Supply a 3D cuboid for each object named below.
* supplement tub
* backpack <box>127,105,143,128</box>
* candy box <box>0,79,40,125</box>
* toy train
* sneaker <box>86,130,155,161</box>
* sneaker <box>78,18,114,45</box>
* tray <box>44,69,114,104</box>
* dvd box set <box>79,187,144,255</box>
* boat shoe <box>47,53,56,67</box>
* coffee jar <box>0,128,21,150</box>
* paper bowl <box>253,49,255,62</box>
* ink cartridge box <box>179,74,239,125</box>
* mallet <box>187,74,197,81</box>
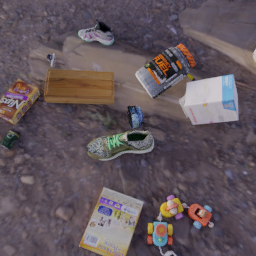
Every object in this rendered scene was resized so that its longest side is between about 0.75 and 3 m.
[{"bbox_3d":[1.500,-2.283,11.187,2.161,1.324,1.324,-36,67,7],"label":"supplement tub"},{"bbox_3d":[0.302,-0.427,10.947,0.571,0.711,0.777,-9,68,-4],"label":"backpack"},{"bbox_3d":[-4.514,-1.079,11.401,1.001,0.484,1.715,26,68,11],"label":"candy box"},{"bbox_3d":[1.698,3.168,9.178,1.739,0.644,2.315,39,69,18],"label":"toy train"},{"bbox_3d":[-0.266,0.456,10.247,2.598,1.151,0.999,-11,64,-5],"label":"sneaker"},{"bbox_3d":[-1.477,-4.486,12.698,1.718,1.202,0.668,12,64,6],"label":"sneaker"},{"bbox_3d":[-1.955,-1.711,11.558,2.762,0.511,1.362,1,63,-5],"label":"tray"},{"bbox_3d":[-0.495,3.171,9.261,1.514,0.304,2.069,17,61,10],"label":"dvd box set"},{"bbox_3d":[-3.445,-2.999,12.497,0.363,0.292,0.783,-4,55,5],"label":"boat shoe"},{"bbox_3d":[-4.494,0.415,10.726,0.412,0.337,0.791,24,67,13],"label":"coffee jar"},{"bbox_3d":[6.173,-3.127,12.320,1.270,0.661,1.270,0,63,1],"label":"paper bowl"},{"bbox_3d":[3.045,-1.019,10.593,1.973,1.268,1.235,-5,53,26],"label":"ink cartridge box"},{"bbox_3d":[2.676,-2.086,12.009,0.381,0.609,1.850,-30,81,-41],"label":"mallet"}]
